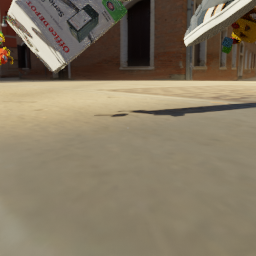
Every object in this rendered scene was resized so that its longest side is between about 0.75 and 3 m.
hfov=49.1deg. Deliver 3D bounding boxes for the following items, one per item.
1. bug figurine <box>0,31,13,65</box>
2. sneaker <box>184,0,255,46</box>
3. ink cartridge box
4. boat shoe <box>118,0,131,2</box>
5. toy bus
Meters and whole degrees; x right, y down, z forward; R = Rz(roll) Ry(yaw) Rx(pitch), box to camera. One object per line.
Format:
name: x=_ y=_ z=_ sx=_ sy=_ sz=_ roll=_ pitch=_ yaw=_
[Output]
bug figurine: x=-3.732 y=-2.736 z=7.545 sx=0.544 sy=2.113 sz=1.639 roll=-21 pitch=41 yaw=-10
sneaker: x=2.438 y=-3.225 z=7.272 sx=1.057 sy=1.071 sz=2.696 roll=-22 pitch=-5 yaw=-44
ink cartridge box: x=-1.783 y=-3.448 z=8.589 sx=2.942 sy=2.147 sz=1.236 roll=-50 pitch=21 yaw=-25
boat shoe: x=0.231 y=-3.721 z=7.462 sx=1.576 sy=0.563 sz=0.471 roll=2 pitch=8 yaw=4
toy bus: x=3.571 y=-2.930 z=8.213 sx=0.853 sy=1.557 sz=1.651 roll=30 pitch=40 yaw=22
